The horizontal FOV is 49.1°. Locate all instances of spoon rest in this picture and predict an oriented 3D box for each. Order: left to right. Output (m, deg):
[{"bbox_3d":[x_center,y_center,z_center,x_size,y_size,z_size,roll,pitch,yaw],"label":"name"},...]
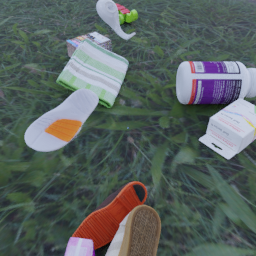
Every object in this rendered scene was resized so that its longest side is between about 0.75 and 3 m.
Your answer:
[{"bbox_3d":[-0.467,-3.865,10.022,1.701,0.515,0.845,50,61,-8],"label":"spoon rest"}]

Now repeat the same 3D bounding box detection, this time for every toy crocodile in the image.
[{"bbox_3d":[-0.437,-6.421,15.542,0.900,0.823,2.665,-24,47,-24],"label":"toy crocodile"}]

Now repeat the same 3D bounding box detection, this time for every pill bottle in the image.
[{"bbox_3d":[3.033,-1.543,9.625,2.580,1.451,1.451,0,42,-1],"label":"pill bottle"}]

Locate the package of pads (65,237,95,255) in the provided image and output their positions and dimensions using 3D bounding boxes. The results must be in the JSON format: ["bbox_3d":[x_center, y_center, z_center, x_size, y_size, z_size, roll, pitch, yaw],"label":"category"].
[{"bbox_3d":[-0.982,2.862,5.160,0.531,0.846,1.403,5,42,4],"label":"package of pads"}]

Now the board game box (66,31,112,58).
[{"bbox_3d":[-1.691,-3.517,12.345,1.556,0.753,1.240,-29,50,-29],"label":"board game box"}]

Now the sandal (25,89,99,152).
[{"bbox_3d":[-1.449,-0.100,6.652,0.866,0.648,2.260,35,48,6],"label":"sandal"}]

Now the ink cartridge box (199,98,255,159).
[{"bbox_3d":[3.247,-0.029,8.507,2.020,0.680,1.183,-30,50,-29],"label":"ink cartridge box"}]

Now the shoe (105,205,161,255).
[{"bbox_3d":[-0.071,2.917,5.271,1.046,0.798,2.991,34,48,-11],"label":"shoe"}]

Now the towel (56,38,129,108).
[{"bbox_3d":[-1.170,-2.160,10.490,2.167,0.446,2.905,24,44,-8],"label":"towel"}]

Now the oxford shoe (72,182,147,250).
[{"bbox_3d":[-0.438,2.009,6.391,2.026,0.735,0.721,-36,94,-19],"label":"oxford shoe"}]
